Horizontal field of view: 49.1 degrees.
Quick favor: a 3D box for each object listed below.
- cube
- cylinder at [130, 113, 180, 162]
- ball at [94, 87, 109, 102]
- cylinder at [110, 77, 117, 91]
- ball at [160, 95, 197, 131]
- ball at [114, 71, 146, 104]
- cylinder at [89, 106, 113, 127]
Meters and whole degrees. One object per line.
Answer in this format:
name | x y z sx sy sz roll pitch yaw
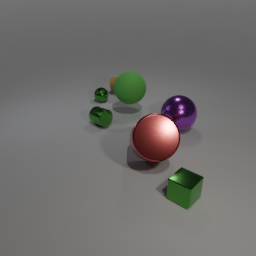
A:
cube | 1.530 1.613 7.554 0.700 0.700 0.700 22 36 35
cylinder | 0.780 0.325 8.662 1.400 1.400 1.400 -2 -5 -3
ball | -1.286 -1.600 13.482 0.700 0.700 0.700 0 28 0
cylinder | -0.468 -2.234 14.242 0.700 0.700 0.700 6 29 21
ball | 1.960 -0.571 10.833 1.400 1.400 1.400 0 28 0
ball | 0.086 -1.724 12.053 1.400 1.400 1.400 0 28 0
cylinder | -1.091 -0.472 11.265 0.700 0.700 0.700 -23 31 -36
